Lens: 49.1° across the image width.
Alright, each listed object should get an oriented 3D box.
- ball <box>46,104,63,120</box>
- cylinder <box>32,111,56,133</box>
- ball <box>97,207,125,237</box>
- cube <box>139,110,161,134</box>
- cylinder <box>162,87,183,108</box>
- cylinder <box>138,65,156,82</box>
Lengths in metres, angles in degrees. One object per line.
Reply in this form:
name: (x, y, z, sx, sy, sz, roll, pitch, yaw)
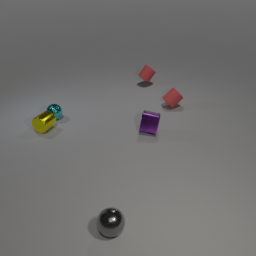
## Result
ball: (-3.184, -0.700, 12.105, 0.700, 0.700, 0.700, 0, 30, 0)
cylinder: (-3.391, -0.246, 11.318, 0.700, 0.700, 0.700, 12, 32, 20)
ball: (-0.422, 2.318, 6.908, 0.700, 0.700, 0.700, 0, 30, 0)
cube: (0.869, -0.248, 11.078, 0.700, 0.700, 0.700, 12, 15, 4)
cylinder: (2.077, -1.404, 13.007, 0.700, 0.700, 0.700, -44, 34, 8)
cylinder: (1.034, -2.964, 15.217, 0.700, 0.700, 0.700, 33, 17, -11)
